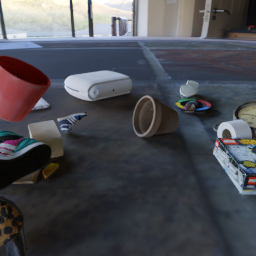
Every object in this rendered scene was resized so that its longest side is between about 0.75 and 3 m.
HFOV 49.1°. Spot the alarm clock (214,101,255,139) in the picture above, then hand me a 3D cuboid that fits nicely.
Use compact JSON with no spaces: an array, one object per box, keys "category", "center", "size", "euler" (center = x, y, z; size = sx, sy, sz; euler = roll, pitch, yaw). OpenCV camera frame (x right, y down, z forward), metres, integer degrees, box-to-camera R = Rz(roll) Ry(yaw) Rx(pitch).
[{"category":"alarm clock","center":[4.280,-0.133,9.560],"size":[2.674,0.890,1.804],"euler":[-7,33,5]}]

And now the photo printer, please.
[{"category":"photo printer","center":[-1.636,-2.220,14.450],"size":[2.915,1.012,2.425],"euler":[-17,29,-36]}]

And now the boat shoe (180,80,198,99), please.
[{"category":"boat shoe","center":[3.003,-1.757,13.899],"size":[0.823,0.698,2.261],"euler":[24,30,11]}]

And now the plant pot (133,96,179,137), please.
[{"category":"plant pot","center":[1.044,-0.316,9.844],"size":[1.264,1.450,1.450],"euler":[10,17,-28]}]

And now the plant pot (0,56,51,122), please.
[{"category":"plant pot","center":[-3.523,-1.152,8.742],"size":[1.734,1.534,1.734],"euler":[29,20,-12]}]

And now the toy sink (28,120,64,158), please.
[{"category":"toy sink","center":[-2.580,0.377,8.740],"size":[0.837,0.719,1.284],"euler":[-11,29,-23]}]

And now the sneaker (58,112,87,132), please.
[{"category":"sneaker","center":[-1.938,-0.193,10.017],"size":[1.095,0.594,0.384],"euler":[-14,-2,9]}]

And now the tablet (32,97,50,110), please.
[{"category":"tablet","center":[-5.094,-1.323,13.412],"size":[1.948,0.204,2.993],"euler":[-13,27,-28]}]

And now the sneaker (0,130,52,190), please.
[{"category":"sneaker","center":[-3.335,0.738,6.983],"size":[1.474,1.021,2.441],"euler":[17,22,33]}]

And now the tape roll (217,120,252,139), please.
[{"category":"tape roll","center":[3.372,0.212,8.893],"size":[0.613,0.893,0.893],"euler":[-9,25,-18]}]

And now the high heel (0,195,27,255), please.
[{"category":"high heel","center":[-2.705,1.812,4.208],"size":[2.247,1.602,0.802],"euler":[-8,24,-17]}]

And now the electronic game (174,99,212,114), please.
[{"category":"electronic game","center":[2.887,-1.006,12.473],"size":[1.621,0.337,1.621],"euler":[0,23,0]}]

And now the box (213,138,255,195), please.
[{"category":"box","center":[4.033,0.951,7.349],"size":[2.967,0.592,2.031],"euler":[2,22,-4]}]

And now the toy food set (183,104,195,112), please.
[{"category":"toy food set","center":[2.598,-0.883,11.846],"size":[0.503,0.125,0.791],"euler":[3,27,9]}]

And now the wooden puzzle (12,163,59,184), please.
[{"category":"wooden puzzle","center":[-2.857,1.222,7.440],"size":[1.786,0.209,1.205],"euler":[2,19,4]}]
